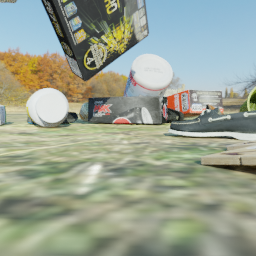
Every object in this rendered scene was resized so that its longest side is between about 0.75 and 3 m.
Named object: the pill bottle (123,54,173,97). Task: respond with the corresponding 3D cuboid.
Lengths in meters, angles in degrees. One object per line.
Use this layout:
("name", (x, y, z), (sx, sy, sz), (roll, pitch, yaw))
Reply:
("pill bottle", (0.597, -1.342, 10.341), (1.427, 1.427, 2.624), (-1, -28, -12))

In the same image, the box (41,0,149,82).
("box", (-0.629, -2.636, 6.010), (2.191, 2.718, 0.667), (-42, 58, -18))

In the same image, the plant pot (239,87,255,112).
("plant pot", (3.891, -0.542, 8.265), (1.256, 1.256, 1.193), (0, -9, -1))

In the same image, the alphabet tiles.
("alphabet tiles", (2.061, 0.087, 2.601), (2.600, 0.098, 2.173), (-7, -2, -31))

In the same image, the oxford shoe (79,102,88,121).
("oxford shoe", (-1.202, -0.667, 12.171), (0.691, 0.900, 2.394), (-41, -23, 32))

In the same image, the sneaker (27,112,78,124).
("sneaker", (-2.535, -0.526, 9.679), (1.856, 0.760, 0.679), (-3, 4, -42))

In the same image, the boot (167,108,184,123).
("boot", (1.227, -0.476, 10.391), (1.103, 0.555, 1.475), (-2, 5, -26))

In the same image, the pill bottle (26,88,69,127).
("pill bottle", (-2.253, -0.560, 7.834), (1.057, 1.057, 1.887), (-2, 5, -23))

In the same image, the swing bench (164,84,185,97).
("swing bench", (1.668, -1.415, 15.502), (2.792, 1.821, 2.806), (2, 13, 15))

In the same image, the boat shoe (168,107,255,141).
("boat shoe", (1.576, -0.098, 4.850), (1.786, 0.539, 0.675), (2, 4, 23))

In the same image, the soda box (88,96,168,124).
("soda box", (-0.024, -0.582, 9.273), (2.577, 0.912, 0.816), (1, 1, 22))

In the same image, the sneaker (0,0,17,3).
("sneaker", (-3.308, -3.737, 6.593), (1.397, 1.050, 2.806), (24, 4, -12))

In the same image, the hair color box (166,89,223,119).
("hair color box", (2.285, -0.878, 11.565), (1.608, 0.927, 2.899), (-1, -4, -24))

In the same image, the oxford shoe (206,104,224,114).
("oxford shoe", (2.866, -0.424, 9.234), (0.666, 0.667, 1.869), (7, 5, 17))

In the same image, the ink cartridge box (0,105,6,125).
("ink cartridge box", (-4.505, -0.409, 8.803), (1.101, 0.636, 1.508), (-1, 4, -18))
